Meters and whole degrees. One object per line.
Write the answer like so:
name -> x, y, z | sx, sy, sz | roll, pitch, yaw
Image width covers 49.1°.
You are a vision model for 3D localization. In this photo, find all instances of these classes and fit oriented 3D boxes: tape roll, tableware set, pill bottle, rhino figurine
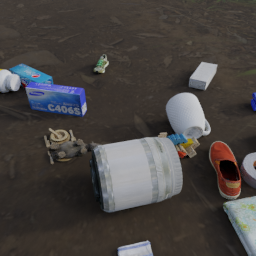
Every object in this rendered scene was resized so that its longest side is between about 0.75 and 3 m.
tape roll -> 4.473, 1.435, 9.342 | 1.315, 0.434, 1.315 | 0, 43, 0
tableware set -> -2.499, 0.572, 10.546 | 1.133, 0.344, 1.714 | -14, 41, -16
pill bottle -> -6.296, -2.307, 13.520 | 1.960, 1.098, 1.098 | 9, 40, 11
rhino figurine -> -1.575, 0.646, 8.772 | 1.844, 0.806, 0.551 | -5, 80, -27

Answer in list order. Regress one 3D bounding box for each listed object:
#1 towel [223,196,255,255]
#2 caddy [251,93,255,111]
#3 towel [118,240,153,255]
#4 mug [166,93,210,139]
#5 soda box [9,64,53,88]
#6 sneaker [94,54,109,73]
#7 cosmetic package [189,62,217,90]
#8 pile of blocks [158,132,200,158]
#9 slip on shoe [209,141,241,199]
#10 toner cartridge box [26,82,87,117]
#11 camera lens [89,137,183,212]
towel -> 3.868, 2.747, 7.741 | 1.719, 0.484, 2.008 | -6, 39, -9
caddy -> 5.853, -1.159, 12.422 | 0.529, 0.713, 1.009 | -1, 39, 9
towel -> 0.272, 3.502, 7.071 | 0.909, 0.147, 1.238 | -8, 40, -9
mug -> 2.499, -0.284, 11.006 | 1.826, 1.348, 1.601 | 19, 39, -26
soda box -> -4.780, -2.403, 13.903 | 2.391, 0.767, 0.811 | 25, 45, 29
sneaker -> -1.513, -3.559, 15.385 | 0.615, 0.708, 1.598 | 7, 39, 8
cosmetic package -> 3.895, -2.711, 14.470 | 0.866, 0.531, 2.098 | 19, 43, 22
pile of blocks -> 1.497, 0.730, 9.853 | 2.384, 0.978, 0.741 | -9, 40, -11
slip on shoe -> 3.298, 1.231, 9.424 | 0.898, 0.742, 2.424 | 2, 37, 6
toner cartridge box -> -3.086, -1.241, 12.145 | 2.474, 1.175, 0.534 | 8, 40, 11
camera lens -> 0.147, 1.335, 8.317 | 2.425, 1.940, 1.940 | -9, 40, -11
